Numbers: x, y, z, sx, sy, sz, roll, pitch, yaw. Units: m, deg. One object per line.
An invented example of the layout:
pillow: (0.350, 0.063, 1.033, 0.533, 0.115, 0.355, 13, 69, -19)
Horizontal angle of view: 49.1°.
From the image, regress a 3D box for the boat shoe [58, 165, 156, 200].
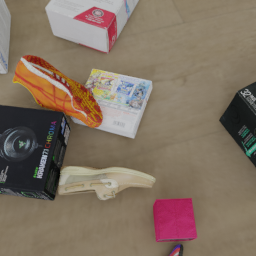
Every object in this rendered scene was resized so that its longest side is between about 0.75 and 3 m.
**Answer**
boat shoe: (-0.556, 1.449, 7.174, 2.503, 0.903, 0.813, 2, 70, 7)

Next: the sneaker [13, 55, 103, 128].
sneaker: (-1.878, -0.868, 7.747, 2.778, 1.071, 1.014, 38, 29, 4)

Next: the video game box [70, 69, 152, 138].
video game box: (-0.462, -0.769, 8.278, 1.948, 0.456, 1.775, 15, 70, 15)

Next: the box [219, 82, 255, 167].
box: (4.159, 0.044, 7.381, 1.969, 1.648, 2.651, -27, 67, -12)

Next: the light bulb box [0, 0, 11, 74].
light bulb box: (-5.276, -3.086, 8.863, 2.560, 1.612, 2.583, -6, 66, -3)

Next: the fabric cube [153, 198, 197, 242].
fabric cube: (1.104, 2.241, 6.774, 0.899, 0.882, 0.896, -2, 63, -1)

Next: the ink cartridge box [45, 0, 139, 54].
ink cartridge box: (-1.051, -4.306, 9.627, 2.208, 1.281, 2.991, 21, 65, 10)

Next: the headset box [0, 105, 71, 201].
headset box: (-3.024, 0.599, 7.387, 2.493, 1.156, 2.170, 7, 65, 3)

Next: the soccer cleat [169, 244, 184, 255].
soccer cleat: (0.879, 3.342, 6.499, 0.525, 0.490, 1.435, 18, 64, 22)
